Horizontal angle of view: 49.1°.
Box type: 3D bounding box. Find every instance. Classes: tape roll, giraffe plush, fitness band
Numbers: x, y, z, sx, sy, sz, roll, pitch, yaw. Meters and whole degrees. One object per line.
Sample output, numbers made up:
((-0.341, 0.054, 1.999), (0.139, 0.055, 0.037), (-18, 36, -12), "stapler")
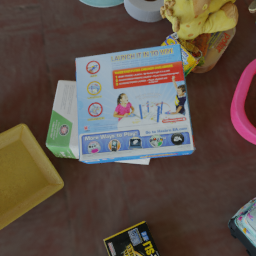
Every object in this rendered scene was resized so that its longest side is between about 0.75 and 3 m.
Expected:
((0.691, -4.420, 9.488), (1.648, 0.545, 1.648), (1, 71, -3), "tape roll")
((1.688, -3.346, 7.622), (2.336, 1.895, 2.016), (-41, 71, 23), "giraffe plush")
((4.162, -0.797, 7.981), (2.144, 0.559, 2.986), (22, 67, 10), "fitness band")

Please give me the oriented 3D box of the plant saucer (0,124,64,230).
((-2.898, 1.161, 6.805), (1.951, 0.473, 1.950), (-32, 87, -30), "plant saucer")

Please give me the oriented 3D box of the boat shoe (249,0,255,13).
((3.356, -3.076, 6.911), (0.900, 0.304, 0.324), (-38, 46, -11), "boat shoe")

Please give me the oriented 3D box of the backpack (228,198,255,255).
((3.242, 2.183, 6.407), (1.436, 1.101, 1.263), (-31, 64, -21), "backpack")

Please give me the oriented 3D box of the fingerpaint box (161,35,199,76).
((1.351, -2.006, 8.318), (0.935, 0.411, 1.121), (-46, 70, 23), "fingerpaint box")

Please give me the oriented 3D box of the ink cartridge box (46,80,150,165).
((-0.603, -0.137, 7.377), (2.567, 1.123, 1.865), (3, 67, 3), "ink cartridge box")

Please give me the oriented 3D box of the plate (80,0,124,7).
((-0.861, -5.387, 10.110), (2.494, 0.319, 2.494), (0, 68, 0), "plate")

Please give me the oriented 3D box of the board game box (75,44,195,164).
((0.057, -0.276, 3.422), (1.320, 0.369, 1.293), (-6, 76, 6), "board game box")

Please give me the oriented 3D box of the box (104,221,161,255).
((0.190, 3.013, 6.437), (1.091, 0.337, 1.366), (-21, 68, -10), "box")

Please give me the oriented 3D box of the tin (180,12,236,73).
((2.483, -2.717, 8.877), (1.308, 0.489, 2.336), (31, 70, 17), "tin")
